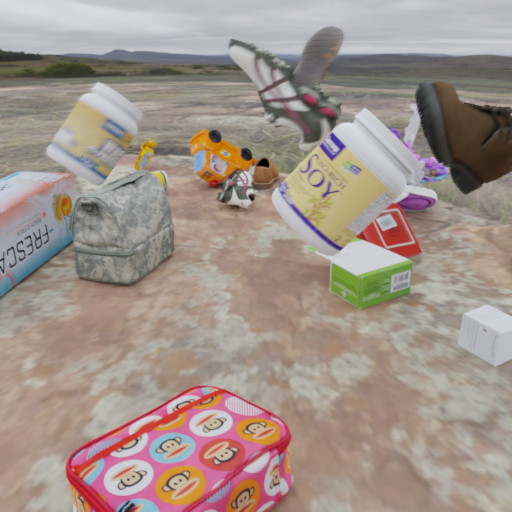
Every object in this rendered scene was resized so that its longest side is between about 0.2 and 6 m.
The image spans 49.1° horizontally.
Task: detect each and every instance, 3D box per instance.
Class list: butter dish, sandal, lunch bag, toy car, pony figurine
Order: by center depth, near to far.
[{"bbox_3d":[-0.774,2.042,5.471,1.941,0.795,1.710,-21,26,-41],"label":"lunch bag"},{"bbox_3d":[-2.470,-0.608,10.483,1.385,1.667,1.987,9,24,20],"label":"lunch bag"},{"bbox_3d":[2.412,-0.336,11.005,1.212,0.896,1.208,-11,70,-30],"label":"butter dish"},{"bbox_3d":[3.107,-1.227,13.229,2.564,1.043,0.630,-3,64,-8],"label":"sandal"},{"bbox_3d":[3.645,-2.507,14.514,2.642,2.200,2.550,0,-13,20],"label":"pony figurine"},{"bbox_3d":[-1.933,-2.583,16.585,3.973,1.322,1.949,0,-25,45],"label":"toy car"}]

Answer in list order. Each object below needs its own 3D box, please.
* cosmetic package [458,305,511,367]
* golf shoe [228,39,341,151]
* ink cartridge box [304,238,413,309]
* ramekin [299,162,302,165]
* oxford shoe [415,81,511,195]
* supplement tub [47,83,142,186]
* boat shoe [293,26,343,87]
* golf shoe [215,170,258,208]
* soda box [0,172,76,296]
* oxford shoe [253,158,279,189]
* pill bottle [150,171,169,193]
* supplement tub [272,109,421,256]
[{"bbox_3d":[3.305,1.109,7.886,0.539,0.543,0.648,-13,26,-28],"label":"cosmetic package"},{"bbox_3d":[0.366,-3.110,10.648,2.590,1.141,1.000,39,21,5],"label":"golf shoe"},{"bbox_3d":[1.766,0.228,9.900,1.188,0.609,1.607,-14,25,-28],"label":"ink cartridge box"},{"bbox_3d":[1.725,-2.351,16.029,1.234,0.575,1.234,0,24,0],"label":"ramekin"},{"bbox_3d":[3.619,-2.135,9.293,1.460,1.257,3.458,-21,-19,30],"label":"oxford shoe"},{"bbox_3d":[-2.878,-2.181,10.101,1.131,1.564,1.131,33,-1,1],"label":"supplement tub"},{"bbox_3d":[1.229,-4.085,12.092,0.697,1.871,0.686,34,-3,5],"label":"boat shoe"},{"bbox_3d":[-0.369,-1.633,14.430,0.863,0.757,1.960,28,26,4],"label":"golf shoe"},{"bbox_3d":[-4.767,-0.330,10.112,1.337,1.438,4.204,3,23,10],"label":"soda box"},{"bbox_3d":[0.300,-2.553,16.348,0.738,0.737,2.069,0,21,5],"label":"oxford shoe"},{"bbox_3d":[-2.935,-1.891,14.888,1.105,0.615,0.615,-16,28,-33],"label":"pill bottle"},{"bbox_3d":[1.079,-0.876,6.775,1.124,1.546,1.124,41,16,-14],"label":"supplement tub"}]
